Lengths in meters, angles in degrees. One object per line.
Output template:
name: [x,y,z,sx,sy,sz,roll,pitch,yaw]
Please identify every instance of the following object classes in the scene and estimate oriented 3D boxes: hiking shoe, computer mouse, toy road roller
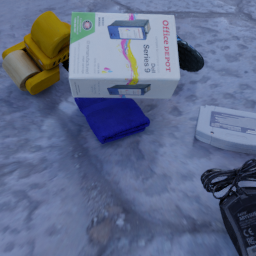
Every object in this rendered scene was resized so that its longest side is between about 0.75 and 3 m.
hiking shoe: [1.770,-3.035,10.245,2.558,0.952,1.109,36,48,9]
computer mouse: [2.515,1.861,5.516,1.647,0.627,2.379,-12,65,-2]
toy road roller: [-2.857,-2.632,9.403,2.697,1.969,1.657,-37,79,-20]

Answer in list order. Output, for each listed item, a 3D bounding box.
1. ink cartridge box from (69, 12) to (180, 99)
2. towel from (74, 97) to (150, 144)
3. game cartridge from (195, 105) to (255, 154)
ink cartridge box: [-0.124,-2.002,7.873,2.893,1.266,2.102,1,72,-6]
towel: [-0.529,-0.480,8.644,1.671,0.561,2.263,-21,45,-17]
game cartridge: [3.122,0.050,8.151,2.221,0.454,1.478,12,41,13]
